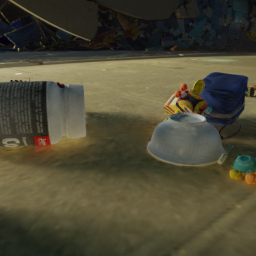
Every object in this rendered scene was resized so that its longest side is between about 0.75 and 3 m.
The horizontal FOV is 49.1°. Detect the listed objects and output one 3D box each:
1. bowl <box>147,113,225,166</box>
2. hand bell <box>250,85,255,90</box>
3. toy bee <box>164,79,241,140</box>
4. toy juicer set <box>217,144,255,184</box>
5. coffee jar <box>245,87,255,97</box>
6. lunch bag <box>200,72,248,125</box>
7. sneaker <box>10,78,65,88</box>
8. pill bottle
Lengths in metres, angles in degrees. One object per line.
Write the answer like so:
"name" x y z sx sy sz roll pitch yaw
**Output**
"bowl" 1.402 0.145 6.749 1.857 0.835 1.857 0 19 0
"hand bell" 6.434 -1.989 13.670 0.758 0.758 1.455 -5 6 -14
"toy bee" 1.741 -0.706 7.819 2.686 1.460 1.758 -10 42 54
"toy juicer set" 2.298 0.801 5.713 0.757 0.324 1.189 -28 31 -19
"coffee jar" 5.232 -1.675 12.745 0.990 0.422 0.516 9 20 22
"lunch bag" 3.033 -0.938 9.133 1.349 1.313 1.985 17 34 34
"sneaker" -2.771 -0.872 9.305 2.891 1.079 1.166 0 42 -44
"pill bottle" -2.506 -0.349 6.966 2.833 1.613 1.613 -3 19 -11
